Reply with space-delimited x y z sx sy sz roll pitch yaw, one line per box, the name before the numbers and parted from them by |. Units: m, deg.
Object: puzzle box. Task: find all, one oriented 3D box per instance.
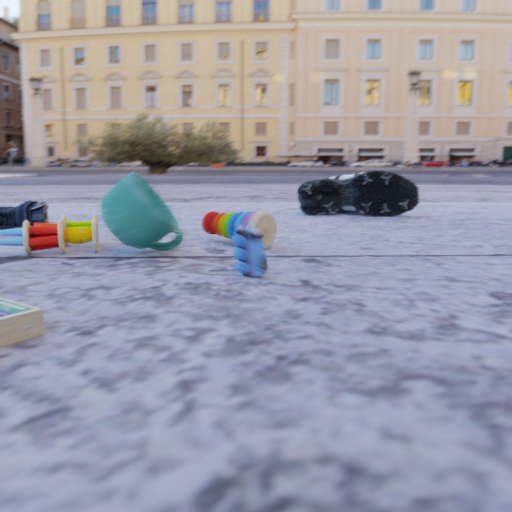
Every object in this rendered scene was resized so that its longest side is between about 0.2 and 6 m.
puzzle box | -3.443 0.652 5.592 2.262 0.288 1.505 7 12 35

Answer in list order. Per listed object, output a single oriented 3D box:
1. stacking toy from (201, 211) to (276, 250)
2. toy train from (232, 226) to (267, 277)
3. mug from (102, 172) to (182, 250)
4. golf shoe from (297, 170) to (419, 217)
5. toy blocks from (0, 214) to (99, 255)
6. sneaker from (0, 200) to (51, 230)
stacking toy | -0.446 -0.570 11.066 1.724 0.736 0.736 9 14 43
toy train | -0.090 -0.066 8.165 0.437 0.766 0.332 -4 12 14
mug | -2.088 -0.638 10.099 0.928 1.501 1.233 -38 3 3
golf shoe | 3.013 -1.889 16.637 3.514 1.366 1.660 3 11 10
toy blocks | -3.868 -0.412 10.482 1.743 0.633 1.453 -3 11 -15
sneaker | -5.541 -0.855 12.629 1.378 0.725 1.908 1 9 20
